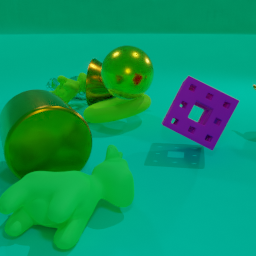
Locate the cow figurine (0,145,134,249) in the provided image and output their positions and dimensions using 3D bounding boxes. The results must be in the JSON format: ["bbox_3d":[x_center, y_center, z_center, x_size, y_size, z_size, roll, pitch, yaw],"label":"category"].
[{"bbox_3d":[-0.710,0.823,3.785,1.542,0.846,1.517,5,28,16],"label":"cow figurine"}]

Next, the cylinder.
[{"bbox_3d":[-1.488,0.118,4.929,1.370,1.370,1.370,-10,22,-25],"label":"cylinder"}]

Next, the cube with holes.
[{"bbox_3d":[1.377,-0.295,5.626,1.028,1.028,1.028,27,5,4],"label":"cube with holes"}]

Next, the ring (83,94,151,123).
[{"bbox_3d":[-0.296,-0.556,7.660,1.891,0.378,1.891,-13,14,3],"label":"ring"}]

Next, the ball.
[{"bbox_3d":[-0.017,-1.379,7.024,1.329,1.329,1.329,0,20,0],"label":"ball"}]

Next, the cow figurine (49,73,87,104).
[{"bbox_3d":[-1.816,-1.235,9.141,0.729,1.328,1.307,46,13,25],"label":"cow figurine"}]

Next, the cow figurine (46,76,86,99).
[{"bbox_3d":[-2.060,-1.374,9.897,1.507,0.827,1.483,19,28,23],"label":"cow figurine"}]

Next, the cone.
[{"bbox_3d":[-0.366,-1.296,8.561,1.504,1.499,1.499,7,21,6],"label":"cone"}]

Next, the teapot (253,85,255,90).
[{"bbox_3d":[3.511,-0.444,6.642,0.948,1.525,0.747,-33,-5,-3],"label":"teapot"}]
